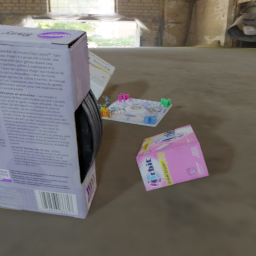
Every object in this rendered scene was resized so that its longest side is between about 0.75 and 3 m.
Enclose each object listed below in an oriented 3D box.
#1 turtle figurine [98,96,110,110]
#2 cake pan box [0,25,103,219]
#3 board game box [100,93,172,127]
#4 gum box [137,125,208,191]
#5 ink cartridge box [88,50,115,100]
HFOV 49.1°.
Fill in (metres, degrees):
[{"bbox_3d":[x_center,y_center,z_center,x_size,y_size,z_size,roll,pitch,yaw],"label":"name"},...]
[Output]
[{"bbox_3d":[-0.720,-0.722,9.572,0.978,0.492,0.732,17,37,-3],"label":"turtle figurine"},{"bbox_3d":[-1.886,-0.032,3.992,2.991,2.755,0.782,5,35,8],"label":"cake pan box"},{"bbox_3d":[0.261,-0.663,9.129,1.940,0.251,1.940,9,27,21],"label":"board game box"},{"bbox_3d":[0.815,0.468,5.267,1.021,0.595,1.799,-17,6,11],"label":"gum box"},{"bbox_3d":[-1.681,-1.988,10.518,1.868,1.125,2.571,33,26,-9],"label":"ink cartridge box"}]
